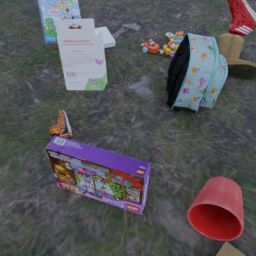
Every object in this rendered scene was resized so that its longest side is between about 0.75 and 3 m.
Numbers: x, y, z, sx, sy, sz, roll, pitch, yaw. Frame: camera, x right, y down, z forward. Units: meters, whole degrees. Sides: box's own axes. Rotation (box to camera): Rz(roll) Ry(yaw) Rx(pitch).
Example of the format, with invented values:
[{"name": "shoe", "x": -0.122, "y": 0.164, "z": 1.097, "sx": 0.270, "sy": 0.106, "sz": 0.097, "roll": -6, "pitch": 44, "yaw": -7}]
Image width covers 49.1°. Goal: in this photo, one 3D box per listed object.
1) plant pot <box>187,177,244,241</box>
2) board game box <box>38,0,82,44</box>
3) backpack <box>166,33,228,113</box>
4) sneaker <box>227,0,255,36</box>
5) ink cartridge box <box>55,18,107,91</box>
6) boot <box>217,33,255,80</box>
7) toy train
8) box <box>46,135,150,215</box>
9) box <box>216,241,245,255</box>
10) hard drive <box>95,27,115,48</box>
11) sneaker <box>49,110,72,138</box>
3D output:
[{"name": "plant pot", "x": 2.381, "y": 2.024, "z": 7.325, "sx": 1.364, "sy": 1.364, "sz": 1.206, "roll": 21, "pitch": 40, "yaw": 19}, {"name": "board game box", "x": -2.479, "y": -4.135, "z": 10.341, "sx": 1.437, "sy": 1.900, "sz": 0.348, "roll": -12, "pitch": 5, "yaw": -27}, {"name": "backpack", "x": 2.483, "y": -2.054, "z": 10.224, "sx": 1.965, "sy": 2.563, "sz": 2.253, "roll": 5, "pitch": 46, "yaw": 2}, {"name": "sneaker", "x": 3.115, "y": -3.300, "z": 8.156, "sx": 0.820, "sy": 0.556, "sz": 1.420, "roll": -42, "pitch": 83, "yaw": 11}, {"name": "ink cartridge box", "x": -1.354, "y": -2.223, "z": 8.406, "sx": 1.226, "sy": 2.093, "sz": 0.705, "roll": 2, "pitch": 31, "yaw": 10}, {"name": "boot", "x": 4.916, "y": -3.301, "z": 12.493, "sx": 2.104, "sy": 0.794, "sz": 2.402, "roll": 15, "pitch": 53, "yaw": 15}, {"name": "toy train", "x": 1.841, "y": -4.251, "z": 13.635, "sx": 1.764, "sy": 0.653, "sz": 2.349, "roll": 33, "pitch": 55, "yaw": 27}, {"name": "box", "x": -0.774, "y": 1.300, "z": 7.562, "sx": 2.662, "sy": 1.821, "sz": 0.520, "roll": 15, "pitch": 48, "yaw": 14}, {"name": "box", "x": 2.727, "y": 4.254, "z": 5.793, "sx": 2.976, "sy": 0.317, "sz": 2.432, "roll": 33, "pitch": 54, "yaw": 28}, {"name": "hard drive", "x": -2.086, "y": -4.365, "z": 13.959, "sx": 2.544, "sy": 0.339, "sz": 1.678, "roll": -15, "pitch": 48, "yaw": -13}, {"name": "sneaker", "x": -2.442, "y": -0.136, "z": 9.850, "sx": 0.698, "sy": 0.483, "sz": 1.246, "roll": -15, "pitch": 48, "yaw": -16}]
